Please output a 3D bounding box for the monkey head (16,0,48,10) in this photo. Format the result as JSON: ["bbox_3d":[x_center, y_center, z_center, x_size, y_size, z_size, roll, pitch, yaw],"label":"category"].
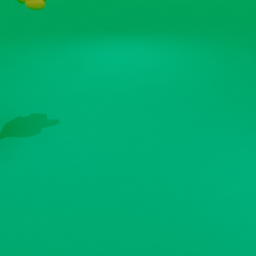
[{"bbox_3d":[-2.593,-3.863,7.478,1.952,1.176,1.404,-9,42,-25],"label":"monkey head"}]
